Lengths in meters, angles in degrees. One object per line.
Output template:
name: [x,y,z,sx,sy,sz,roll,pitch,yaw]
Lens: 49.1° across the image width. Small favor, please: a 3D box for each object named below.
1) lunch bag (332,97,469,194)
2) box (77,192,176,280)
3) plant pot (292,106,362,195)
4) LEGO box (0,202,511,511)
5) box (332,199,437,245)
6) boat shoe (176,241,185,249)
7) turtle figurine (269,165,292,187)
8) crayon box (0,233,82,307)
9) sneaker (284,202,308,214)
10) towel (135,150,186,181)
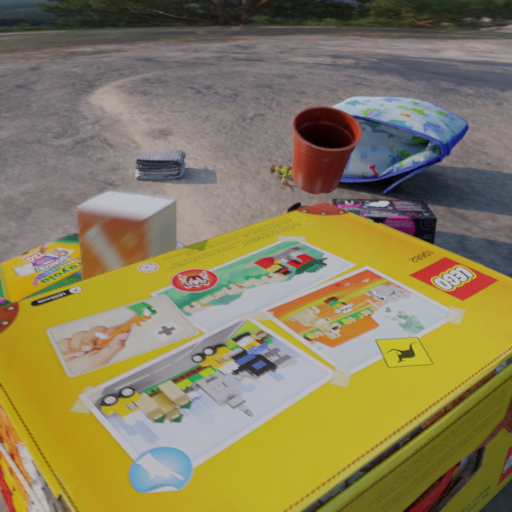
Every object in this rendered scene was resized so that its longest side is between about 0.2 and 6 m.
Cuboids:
lunch bag: [3.010,-2.590,12.513,2.928,1.866,2.490,5,26,30]
box: [-1.486,0.067,6.605,0.906,1.457,0.710,9,23,16]
plant pot: [1.139,-1.794,9.877,1.203,1.170,1.203,4,50,-4]
LEGO box: [0.172,1.253,5.204,4.549,1.755,3.388,-20,34,-33]
box: [1.990,-0.319,9.041,1.542,1.019,0.884,2,26,3]
boat shoe: [-0.797,0.336,8.221,2.348,0.832,0.820,21,7,40]
turtle figurine: [0.727,-1.882,12.775,1.070,0.345,0.863,-25,36,-39]
crayon box: [-3.036,0.345,8.261,1.129,0.554,1.901,18,32,31]
sneaker: [0.878,-0.452,9.128,0.717,1.036,1.848,37,43,13]
towel: [-2.258,-2.170,13.166,1.158,0.496,0.959,-2,27,-3]
